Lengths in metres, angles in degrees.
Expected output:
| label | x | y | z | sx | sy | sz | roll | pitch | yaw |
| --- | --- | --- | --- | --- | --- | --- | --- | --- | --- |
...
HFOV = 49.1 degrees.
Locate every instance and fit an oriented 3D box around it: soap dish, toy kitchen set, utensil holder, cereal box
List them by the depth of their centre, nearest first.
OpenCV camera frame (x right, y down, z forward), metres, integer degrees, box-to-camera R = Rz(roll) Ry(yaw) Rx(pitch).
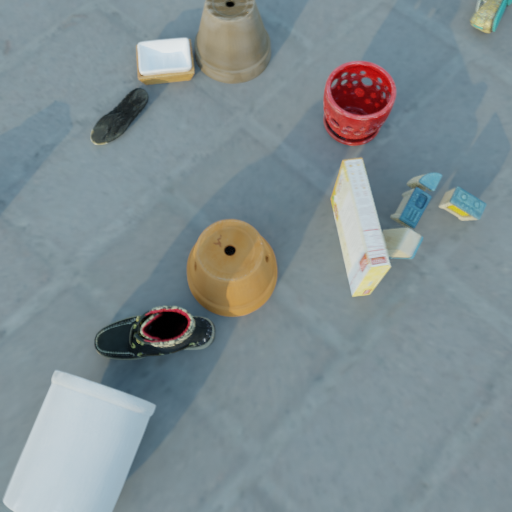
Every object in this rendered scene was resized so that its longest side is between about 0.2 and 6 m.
| label | x | y | z | sx | sy | sz | roll | pitch | yaw |
| --- | --- | --- | --- | --- | --- | --- | --- | --- | --- |
| utensil holder | -2.668 | 2.958 | 8.553 | 1.664 | 1.664 | 1.958 | 17 | 72 | 7 |
| cereal box | 1.805 | -0.472 | 9.978 | 0.411 | 1.495 | 2.078 | -8 | 69 | -5 |
| toy kitchen set | 3.283 | -0.538 | 10.218 | 1.397 | 1.028 | 1.744 | 29 | 85 | -10 |
| soap dish | -1.941 | -4.150 | 11.996 | 1.188 | 0.483 | 0.935 | -7 | 68 | -2 |

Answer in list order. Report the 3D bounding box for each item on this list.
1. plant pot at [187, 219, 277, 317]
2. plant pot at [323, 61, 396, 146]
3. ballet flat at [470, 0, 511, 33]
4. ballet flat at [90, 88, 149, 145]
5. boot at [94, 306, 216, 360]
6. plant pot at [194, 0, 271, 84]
| label | x | y | z | sx | sy | sz | roll | pitch | yaw |
| --- | --- | --- | --- | --- | --- | --- | --- | --- | --- |
| plant pot | -0.441 | 0.119 | 9.911 | 1.687 | 1.181 | 1.687 | 0 | 69 | 0 |
| plant pot | 1.976 | -2.928 | 11.100 | 1.351 | 1.231 | 1.351 | 0 | 67 | 0 |
| ballet flat | 5.415 | -5.800 | 12.608 | 0.697 | 0.697 | 1.971 | 31 | 71 | 12 |
| ballet flat | -2.801 | -2.852 | 11.596 | 0.521 | 0.446 | 1.569 | 46 | 77 | -16 |
| boot | -1.830 | 1.236 | 9.161 | 2.128 | 1.607 | 0.768 | -6 | 76 | 5 |
| plant pot | -0.505 | -4.730 | 11.712 | 1.682 | 1.460 | 1.682 | 0 | 69 | -1 |
